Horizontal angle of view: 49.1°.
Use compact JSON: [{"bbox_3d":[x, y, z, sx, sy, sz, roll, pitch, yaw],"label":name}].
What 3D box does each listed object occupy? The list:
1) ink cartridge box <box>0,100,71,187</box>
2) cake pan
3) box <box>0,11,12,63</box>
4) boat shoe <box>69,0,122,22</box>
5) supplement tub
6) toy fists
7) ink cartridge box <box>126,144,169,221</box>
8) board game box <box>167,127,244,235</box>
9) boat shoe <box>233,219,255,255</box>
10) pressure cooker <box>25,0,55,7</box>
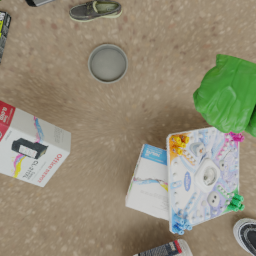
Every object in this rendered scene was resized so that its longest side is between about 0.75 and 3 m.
[{"bbox_3d":[-2.527,0.428,6.675,1.937,0.802,1.412,27,117,-26],"label":"ink cartridge box"},{"bbox_3d":[-0.631,-2.021,8.916,1.267,0.232,1.267,0,86,0],"label":"cake pan"},{"bbox_3d":[-4.802,-2.920,8.888,1.760,0.433,1.822,11,86,-1],"label":"box"},{"bbox_3d":[-1.037,-3.782,8.865,1.718,0.564,0.614,-4,86,0],"label":"boat shoe"},{"bbox_3d":[0.909,4.147,7.899,2.044,1.434,1.434,-19,86,-1],"label":"supplement tub"},{"bbox_3d":[2.383,-0.495,5.478,2.590,0.890,1.320,10,104,-30],"label":"toy fists"},{"bbox_3d":[0.807,1.510,8.132,1.309,1.315,1.793,18,86,1],"label":"ink cartridge box"},{"bbox_3d":[2.268,1.338,7.755,2.678,0.346,2.677,-8,99,-29],"label":"board game box"},{"bbox_3d":[4.377,3.754,8.173,2.778,0.942,0.996,42,87,3],"label":"boat shoe"},{"bbox_3d":[-2.183,-4.989,8.156,2.513,2.244,2.210,-20,112,-1],"label":"pressure cooker"}]
